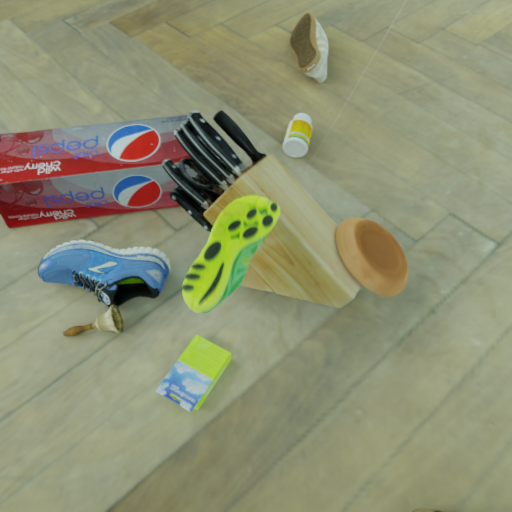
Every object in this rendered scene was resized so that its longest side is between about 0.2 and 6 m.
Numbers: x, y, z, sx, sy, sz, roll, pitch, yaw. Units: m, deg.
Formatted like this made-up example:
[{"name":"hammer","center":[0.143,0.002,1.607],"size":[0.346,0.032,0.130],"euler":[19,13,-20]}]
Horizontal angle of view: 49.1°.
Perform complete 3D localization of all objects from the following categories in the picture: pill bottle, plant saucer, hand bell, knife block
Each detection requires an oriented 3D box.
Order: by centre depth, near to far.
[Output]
[{"name":"knife block","center":[0.169,-0.977,9.836],"size":[3.646,3.201,1.166],"euler":[11,34,26]},{"name":"plant saucer","center":[2.125,-0.049,9.953],"size":[1.615,0.302,1.615],"euler":[23,45,-26]},{"name":"hand bell","center":[-3.012,1.294,10.197],"size":[1.042,0.542,0.542],"euler":[-17,54,3]},{"name":"pill bottle","center":[0.998,-2.851,13.138],"size":[0.587,0.587,1.041],"euler":[10,54,7]}]

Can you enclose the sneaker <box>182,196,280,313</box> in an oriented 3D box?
[{"name":"sneaker","center":[-0.420,-0.051,8.655],"size":[0.803,0.906,2.168],"euler":[33,71,9]}]

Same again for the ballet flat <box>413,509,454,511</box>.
[{"name":"ballet flat","center":[3.235,3.971,7.897],"size":[2.165,0.783,0.734],"euler":[11,54,8]}]

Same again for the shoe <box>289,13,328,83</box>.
[{"name":"shoe","center":[1.481,-5.650,15.234],"size":[0.706,0.924,2.644],"euler":[29,42,-33]}]

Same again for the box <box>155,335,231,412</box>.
[{"name":"box","center":[-1.061,2.043,9.642],"size":[0.763,0.298,1.252],"euler":[25,57,18]}]

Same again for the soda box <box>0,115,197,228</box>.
[{"name":"soda box","center":[-3.221,-1.801,11.830],"size":[4.372,1.386,1.530],"euler":[-8,56,-5]}]

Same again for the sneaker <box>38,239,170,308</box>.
[{"name":"sneaker","center":[-2.889,0.383,10.490],"size":[2.441,0.959,1.088],"euler":[1,50,1]}]
